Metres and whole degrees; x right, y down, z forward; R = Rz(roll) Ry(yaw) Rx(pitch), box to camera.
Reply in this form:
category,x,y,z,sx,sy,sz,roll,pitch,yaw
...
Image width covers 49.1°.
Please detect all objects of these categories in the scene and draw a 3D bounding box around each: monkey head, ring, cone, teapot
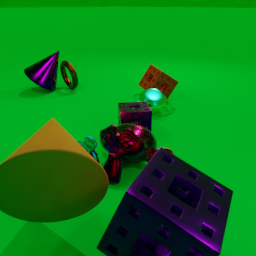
category,x,y,z,sx,sy,sz,roll,pitch,yaw
monkey head,-0.034,0.507,5.631,1.717,1.235,1.035,13,-6,32
ring,-2.179,-1.957,10.342,0.220,1.101,1.101,-28,36,-28
cone,-2.829,-2.259,10.107,1.301,1.305,1.301,35,18,-13
monkey head,-0.895,0.544,5.246,1.126,0.810,0.678,41,55,10
teapot,0.753,-0.746,8.353,1.303,0.638,0.810,17,48,8
cone,-1.069,0.310,3.941,1.419,1.419,1.424,-5,42,-10

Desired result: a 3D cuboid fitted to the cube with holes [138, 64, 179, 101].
category,x,y,z,sx,sy,sz,roll,pitch,yaw
cube with holes,0.991,-1.478,9.228,0.794,0.794,0.794,23,16,-35

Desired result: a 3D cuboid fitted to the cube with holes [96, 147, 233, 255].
category,x,y,z,sx,sy,sz,roll,pitch,yaw
cube with holes,0.464,1.120,3.433,1.063,1.063,1.063,31,33,12

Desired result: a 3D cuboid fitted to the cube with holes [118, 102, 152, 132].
category,x,y,z,sx,sy,sz,roll,pitch,yaw
cube with holes,0.153,-0.178,6.966,0.747,0.747,0.747,-3,23,-6
